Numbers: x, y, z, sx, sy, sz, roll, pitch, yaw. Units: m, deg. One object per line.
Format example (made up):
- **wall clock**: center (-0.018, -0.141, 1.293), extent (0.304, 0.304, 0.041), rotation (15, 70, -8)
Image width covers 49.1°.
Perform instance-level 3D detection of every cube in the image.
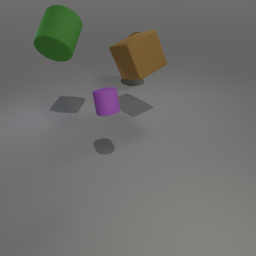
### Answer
- **cube**: center (0.390, -2.806, 10.859), extent (1.400, 1.400, 1.400), rotation (-34, 25, -22)

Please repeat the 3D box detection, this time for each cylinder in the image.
- **cylinder**: center (-2.482, -3.353, 10.018), extent (1.400, 1.400, 1.400), rotation (8, 67, 13)
- **cylinder**: center (-0.624, -0.772, 8.116), extent (0.700, 0.700, 0.700), rotation (-8, 16, 2)

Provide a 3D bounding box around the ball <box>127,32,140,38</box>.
- **ball**: center (0.501, -4.059, 14.005), extent (1.400, 1.400, 1.400), rotation (0, 30, 0)
